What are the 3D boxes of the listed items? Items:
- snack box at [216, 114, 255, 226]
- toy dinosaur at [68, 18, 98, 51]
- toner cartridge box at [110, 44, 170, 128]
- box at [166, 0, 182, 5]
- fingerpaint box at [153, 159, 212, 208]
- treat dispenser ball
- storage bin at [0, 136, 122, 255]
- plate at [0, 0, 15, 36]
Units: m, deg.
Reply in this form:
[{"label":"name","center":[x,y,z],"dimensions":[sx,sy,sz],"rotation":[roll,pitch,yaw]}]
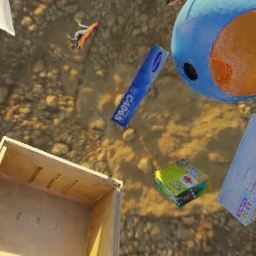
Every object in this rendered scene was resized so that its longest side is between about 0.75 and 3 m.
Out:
[{"label":"snack box","center":[3.288,0.631,5.950],"dimensions":[2.593,0.877,2.186],"rotation":[-12,126,-32]},{"label":"toy dinosaur","center":[-0.769,-1.710,5.238],"dimensions":[0.700,0.405,0.771],"rotation":[-35,57,-15]},{"label":"toner cartridge box","center":[0.256,-0.916,6.086],"dimensions":[0.386,0.849,1.788],"rotation":[30,105,-4]},{"label":"box","center":[1.260,-4.499,7.492],"dimensions":[0.450,1.426,1.808],"rotation":[-12,91,-7]},{"label":"fingerpaint box","center":[1.073,1.080,5.634],"dimensions":[0.775,0.929,0.341],"rotation":[-24,115,-16]},{"label":"treat dispenser ball","center":[2.270,-1.877,6.071],"dimensions":[2.635,2.635,2.635],"rotation":[0,83,0]},{"label":"storage bin","center":[-1.699,2.101,5.585],"dimensions":[2.836,1.329,2.815],"rotation":[26,41,-24]},{"label":"plate","center":[-2.806,-2.844,5.837],"dimensions":[0.266,1.644,1.640],"rotation":[-9,103,-8]}]
